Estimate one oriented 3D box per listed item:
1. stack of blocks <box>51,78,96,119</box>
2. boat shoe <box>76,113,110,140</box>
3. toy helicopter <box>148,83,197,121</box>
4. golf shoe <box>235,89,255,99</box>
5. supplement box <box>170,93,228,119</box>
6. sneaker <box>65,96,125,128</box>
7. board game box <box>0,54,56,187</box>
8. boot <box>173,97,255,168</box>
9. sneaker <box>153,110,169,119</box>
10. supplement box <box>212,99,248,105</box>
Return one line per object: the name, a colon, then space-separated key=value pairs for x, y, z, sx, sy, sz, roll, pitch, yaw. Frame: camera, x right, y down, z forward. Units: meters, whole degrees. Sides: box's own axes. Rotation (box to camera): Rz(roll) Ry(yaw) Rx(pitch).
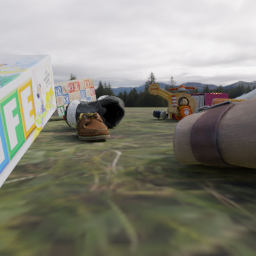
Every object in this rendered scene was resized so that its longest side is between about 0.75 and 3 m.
stack of blocks: x=-2.322 y=-1.120 z=11.408 sx=0.766 sy=1.506 sz=2.615 roll=2 pitch=16 yaw=26
boat shoe: x=-0.721 y=-0.049 z=5.231 sx=0.501 sy=0.473 sz=1.392 roll=-2 pitch=5 yaw=-25
toy helicopter: x=1.618 y=-1.140 z=10.080 sx=1.865 sy=1.234 sz=0.736 roll=27 pitch=-7 yaw=-3
golf shoe: x=2.329 y=-0.198 z=5.787 sx=1.293 sy=1.042 sz=2.661 roll=-17 pitch=-3 yaw=9
supplement box: x=2.827 y=-0.873 z=11.444 sx=1.337 sy=1.054 sz=2.042 roll=-3 pitch=6 yaw=-32
sneaker: x=-0.512 y=-0.420 z=7.733 sx=1.186 sy=0.871 sz=2.621 roll=5 pitch=10 yaw=24
board game box: x=-1.922 y=0.005 z=1.399 sx=2.680 sy=0.459 sz=1.802 roll=0 pitch=24 yaw=0
boot: x=1.288 y=0.092 z=2.361 sx=1.829 sy=0.879 sz=2.501 roll=-5 pitch=2 yaw=24
sneaker: x=1.305 y=-0.573 z=11.798 sx=0.639 sy=0.336 sz=0.885 roll=14 pitch=0 yaw=23
supplement box: x=2.075 y=-0.052 z=3.844 sx=1.770 sy=0.609 sz=0.589 roll=7 pitch=-6 yaw=28
